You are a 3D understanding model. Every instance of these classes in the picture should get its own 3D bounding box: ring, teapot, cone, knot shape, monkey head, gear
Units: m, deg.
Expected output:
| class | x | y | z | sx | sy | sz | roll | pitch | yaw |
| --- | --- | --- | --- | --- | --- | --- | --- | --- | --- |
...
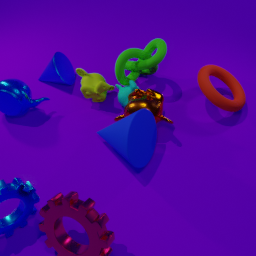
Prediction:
| class | x | y | z | sx | sy | sz | roll | pitch | yaw |
| --- | --- | --- | --- | --- | --- | --- | --- | --- | --- |
| ring | 3.060 | -1.319 | 9.136 | 1.856 | 0.371 | 1.856 | 16 | 51 | -21 |
| teapot | -3.543 | -1.012 | 8.878 | 2.018 | 1.255 | 0.988 | 15 | 41 | 1 |
| cone | -0.258 | 0.209 | 7.902 | 1.598 | 1.592 | 1.592 | 6 | 47 | 32 |
| knot shape | 0.314 | -2.153 | 9.468 | 1.850 | 1.977 | 0.913 | -29 | 88 | -31 |
| monkey head | 0.588 | -0.500 | 8.680 | 1.964 | 1.413 | 1.183 | 3 | 77 | 29 |
| cone | -2.773 | -1.942 | 10.127 | 1.235 | 1.231 | 1.231 | -17 | 47 | 20 |
| gear | -2.766 | 1.833 | 6.319 | 1.493 | 1.493 | 0.276 | -34 | 47 | -25 |
| monkey head | -1.005 | -1.448 | 9.267 | 1.531 | 1.102 | 0.923 | 25 | 55 | -32 |
| gear | -1.116 | 2.187 | 5.931 | 1.711 | 1.711 | 0.316 | 23 | 25 | 18 |
| monkey head | 0.014 | -1.100 | 9.161 | 0.781 | 0.933 | 1.296 | -25 | 62 | 2 |
